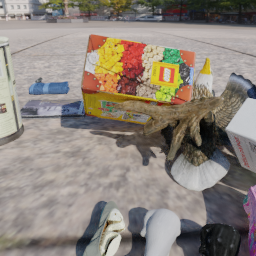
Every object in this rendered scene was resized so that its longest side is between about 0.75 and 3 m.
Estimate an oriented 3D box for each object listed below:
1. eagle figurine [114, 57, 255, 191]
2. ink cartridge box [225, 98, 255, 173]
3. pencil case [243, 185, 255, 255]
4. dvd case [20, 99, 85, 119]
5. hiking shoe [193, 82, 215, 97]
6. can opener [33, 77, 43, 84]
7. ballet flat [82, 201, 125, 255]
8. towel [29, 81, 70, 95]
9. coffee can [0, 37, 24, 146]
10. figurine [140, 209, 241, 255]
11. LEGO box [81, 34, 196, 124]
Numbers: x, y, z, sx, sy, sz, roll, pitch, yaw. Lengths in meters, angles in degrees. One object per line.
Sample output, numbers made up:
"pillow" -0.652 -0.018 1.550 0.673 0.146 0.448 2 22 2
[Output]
"eagle figurine" 1.560 -0.306 5.807 2.257 2.245 2.975 43 20 20
"ink cartridge box" 2.439 0.357 4.115 0.700 1.206 1.672 -50 42 -11
"pencil case" 1.757 1.371 3.063 0.890 0.890 2.035 7 24 17
"dvd case" -2.242 -0.606 8.579 1.942 0.155 1.444 -1 23 -3
"hiking shoe" 1.967 -1.238 9.376 0.902 0.678 1.792 -16 29 -40
"can opener" -3.664 -1.843 11.446 0.297 0.235 0.893 32 20 -16
"ballet flat" -0.218 1.359 3.631 0.369 0.391 1.160 -20 17 23
"towel" -2.904 -1.482 10.381 1.398 0.339 0.780 -1 24 -4
"coffee can" -3.448 -0.875 6.506 1.663 2.272 1.663 0 23 0
"figurine" 0.599 1.559 3.188 1.208 0.520 1.179 9 29 22
"LEGO box" 0.065 -0.849 6.176 1.978 1.025 2.656 8 -9 -6
